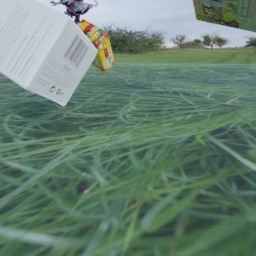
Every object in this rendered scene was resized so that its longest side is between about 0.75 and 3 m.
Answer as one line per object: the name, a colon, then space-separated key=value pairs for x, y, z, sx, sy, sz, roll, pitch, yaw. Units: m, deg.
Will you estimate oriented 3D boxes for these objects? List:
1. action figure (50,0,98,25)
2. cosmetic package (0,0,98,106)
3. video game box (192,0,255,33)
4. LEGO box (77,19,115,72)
action figure: x=-1.828 y=-4.092 z=9.351 sx=1.258 sy=1.131 sz=1.689 roll=-34 pitch=15 yaw=-3
cosmetic package: x=-2.045 y=-1.728 z=6.131 sx=1.927 sy=1.603 sz=1.612 roll=31 pitch=0 yaw=17
video game box: x=3.094 y=-3.703 z=7.888 sx=2.577 sy=0.662 sz=2.829 roll=19 pitch=-1 yaw=20
LEGO box: x=-1.152 y=-2.786 z=9.607 sx=1.124 sy=1.509 sz=0.582 roll=35 pitch=73 yaw=20
